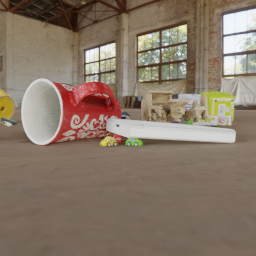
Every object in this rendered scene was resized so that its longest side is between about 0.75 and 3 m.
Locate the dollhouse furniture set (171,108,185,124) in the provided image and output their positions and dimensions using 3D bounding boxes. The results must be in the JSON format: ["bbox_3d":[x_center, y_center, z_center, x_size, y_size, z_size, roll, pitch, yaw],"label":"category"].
[{"bbox_3d":[1.582,-0.182,9.969,1.159,0.918,0.823,1,-11,43],"label":"dollhouse furniture set"}]

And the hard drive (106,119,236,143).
[{"bbox_3d":[1.040,0.060,7.308,2.812,0.375,1.855,4,3,-21],"label":"hard drive"}]

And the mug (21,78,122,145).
[{"bbox_3d":[-1.198,-0.364,7.542,2.137,1.606,2.407,5,3,36],"label":"mug"}]

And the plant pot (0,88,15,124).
[{"bbox_3d":[-7.031,-1.224,14.133,2.208,2.347,2.347,20,13,23],"label":"plant pot"}]

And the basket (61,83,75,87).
[{"bbox_3d":[-2.960,-1.104,13.466,1.137,1.673,1.508,-21,-22,30],"label":"basket"}]

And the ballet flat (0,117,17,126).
[{"bbox_3d":[-5.349,-0.242,12.501,0.931,0.340,0.340,16,11,24],"label":"ballet flat"}]

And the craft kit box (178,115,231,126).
[{"bbox_3d":[3.123,-0.320,12.244,2.023,0.497,2.048,3,1,-4],"label":"craft kit box"}]

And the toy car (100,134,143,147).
[{"bbox_3d":[-0.093,0.302,6.853,0.955,0.226,1.015,2,5,19],"label":"toy car"}]

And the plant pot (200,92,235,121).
[{"bbox_3d":[5.126,-1.167,16.005,1.685,1.693,1.536,0,12,-2],"label":"plant pot"}]

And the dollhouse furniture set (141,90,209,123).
[{"bbox_3d":[1.535,-0.935,10.644,2.142,1.517,2.332,-1,-10,-9],"label":"dollhouse furniture set"}]

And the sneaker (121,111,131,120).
[{"bbox_3d":[-0.577,-0.555,14.267,1.469,0.559,1.062,10,16,2],"label":"sneaker"}]
